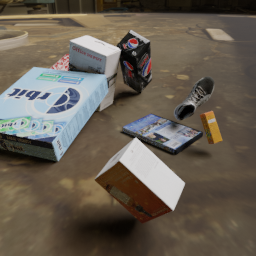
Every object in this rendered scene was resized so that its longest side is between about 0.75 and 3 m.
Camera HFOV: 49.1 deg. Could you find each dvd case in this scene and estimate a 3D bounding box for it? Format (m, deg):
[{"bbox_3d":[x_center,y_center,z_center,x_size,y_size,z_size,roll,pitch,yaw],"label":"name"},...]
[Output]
[{"bbox_3d":[0.931,0.098,7.617,1.807,0.159,1.289,23,34,37],"label":"dvd case"}]

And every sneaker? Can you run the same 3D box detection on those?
[{"bbox_3d":[1.847,-0.738,7.593,0.558,1.488,0.859,38,13,-1],"label":"sneaker"}]

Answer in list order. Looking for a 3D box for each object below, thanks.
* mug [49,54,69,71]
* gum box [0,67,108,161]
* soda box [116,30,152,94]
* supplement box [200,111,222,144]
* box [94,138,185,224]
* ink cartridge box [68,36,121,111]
[{"bbox_3d":[-2.493,-1.982,10.263,1.188,0.893,1.339,-13,37,51],"label":"mug"},{"bbox_3d":[-2.277,-0.571,7.620,2.527,0.663,2.975,10,42,18],"label":"gum box"},{"bbox_3d":[0.273,-2.150,9.551,0.841,2.378,0.753,35,77,16],"label":"soda box"},{"bbox_3d":[1.975,-0.004,6.672,0.260,0.755,0.251,-19,-2,-17],"label":"supplement box"},{"bbox_3d":[0.178,0.850,4.410,1.084,0.826,0.577,43,45,-4],"label":"box"},{"bbox_3d":[-1.138,-1.738,8.941,1.413,1.954,0.823,26,38,19],"label":"ink cartridge box"}]
